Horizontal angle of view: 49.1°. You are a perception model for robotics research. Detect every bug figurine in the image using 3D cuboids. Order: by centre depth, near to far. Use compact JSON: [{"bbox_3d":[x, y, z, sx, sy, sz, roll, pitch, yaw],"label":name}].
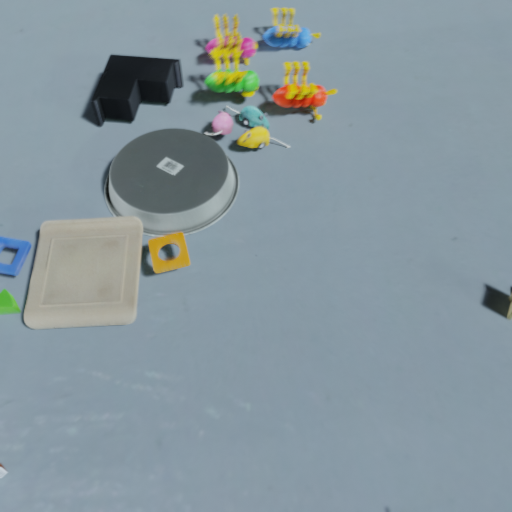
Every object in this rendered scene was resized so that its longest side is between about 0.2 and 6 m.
[{"bbox_3d":[0.261,-4.637,13.434,2.972,0.986,3.832,1,50,-7],"label":"bug figurine"}]

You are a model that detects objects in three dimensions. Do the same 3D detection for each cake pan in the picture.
[{"bbox_3d":[-1.771,-1.646,11.649,2.831,0.519,2.831,0,54,0],"label":"cake pan"}]

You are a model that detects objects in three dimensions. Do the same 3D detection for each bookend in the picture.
[{"bbox_3d":[-2.704,-3.782,12.981,1.707,0.786,1.696,5,55,3],"label":"bookend"}]

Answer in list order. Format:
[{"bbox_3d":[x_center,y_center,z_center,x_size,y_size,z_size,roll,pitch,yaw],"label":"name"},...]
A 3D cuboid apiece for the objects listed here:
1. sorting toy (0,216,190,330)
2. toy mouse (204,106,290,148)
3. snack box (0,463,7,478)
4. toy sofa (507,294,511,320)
[{"bbox_3d":[-3.062,0.327,10.278,3.762,0.513,2.118,-3,62,1],"label":"sorting toy"},{"bbox_3d":[-0.347,-3.030,12.512,1.892,0.366,1.682,-6,48,-22],"label":"toy mouse"},{"bbox_3d":[-4.918,2.227,8.583,2.959,1.064,0.360,39,63,24],"label":"snack box"},{"bbox_3d":[5.314,0.929,9.745,1.613,0.668,0.787,22,59,15],"label":"toy sofa"}]
